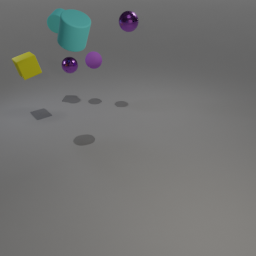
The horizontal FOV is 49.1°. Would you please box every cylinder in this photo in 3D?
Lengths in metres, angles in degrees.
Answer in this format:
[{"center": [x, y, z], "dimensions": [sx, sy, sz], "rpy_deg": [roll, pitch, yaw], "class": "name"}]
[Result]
[{"center": [-1.283, -2.299, 6.629], "dimensions": [0.700, 0.700, 0.700], "rpy_deg": [11, 50, -14], "class": "cylinder"}, {"center": [-2.581, -4.004, 10.457], "dimensions": [0.700, 0.700, 0.700], "rpy_deg": [3, 41, 6], "class": "cylinder"}]

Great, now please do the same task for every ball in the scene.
[{"center": [0.022, -3.730, 9.814], "dimensions": [0.700, 0.700, 0.700], "rpy_deg": [0, 29, 0], "class": "ball"}, {"center": [-1.427, -2.819, 11.645], "dimensions": [0.700, 0.700, 0.700], "rpy_deg": [0, 29, 0], "class": "ball"}, {"center": [-2.496, -2.694, 12.009], "dimensions": [0.700, 0.700, 0.700], "rpy_deg": [0, 29, 0], "class": "ball"}]

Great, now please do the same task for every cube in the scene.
[{"center": [-3.677, -2.269, 10.194], "dimensions": [0.700, 0.700, 0.700], "rpy_deg": [-30, 37, -21], "class": "cube"}]
